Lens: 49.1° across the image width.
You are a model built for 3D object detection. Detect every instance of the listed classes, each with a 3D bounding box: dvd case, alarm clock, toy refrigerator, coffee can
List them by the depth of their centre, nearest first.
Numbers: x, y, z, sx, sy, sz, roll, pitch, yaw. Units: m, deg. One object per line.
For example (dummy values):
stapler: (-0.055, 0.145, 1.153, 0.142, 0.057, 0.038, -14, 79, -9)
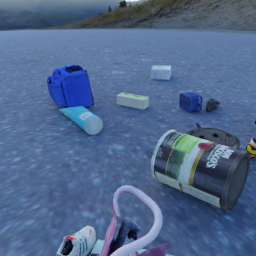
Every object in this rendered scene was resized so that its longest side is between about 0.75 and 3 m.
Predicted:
dvd case: (0.032, 2.508, 4.717, 1.606, 0.177, 1.172, 8, 26, 14)
coffee can: (1.697, 0.946, 6.658, 1.893, 1.386, 1.386, 18, 30, 35)
alarm clock: (2.512, 0.673, 8.045, 1.683, 0.831, 2.495, -7, 29, -15)
toy refrigerator: (0.212, -1.241, 12.521, 1.370, 0.479, 0.520, 13, 28, 28)

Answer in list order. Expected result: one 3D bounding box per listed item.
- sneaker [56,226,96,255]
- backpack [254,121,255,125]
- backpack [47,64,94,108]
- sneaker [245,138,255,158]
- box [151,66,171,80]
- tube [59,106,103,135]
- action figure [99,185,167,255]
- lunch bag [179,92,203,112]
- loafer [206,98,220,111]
sneaker: (-0.937, 2.117, 5.150, 0.389, 0.517, 1.106, 11, 27, 24)
backpack: (5.312, -0.399, 9.908, 1.269, 1.127, 0.955, -18, 32, -27)
backpack: (-2.685, -1.959, 12.580, 1.807, 1.750, 2.153, -12, 28, -19)
sneaker: (3.762, 0.647, 8.455, 0.451, 0.581, 1.291, 40, 16, 24)
box: (2.022, -3.361, 17.003, 1.128, 0.618, 1.279, 3, 24, 11)
tube: (-1.795, -0.465, 10.746, 1.021, 0.664, 2.636, -4, 19, -28)
action figure: (-0.426, 2.211, 3.385, 1.755, 1.951, 2.620, 26, 27, 37)
lunch bag: (2.744, -1.119, 11.977, 0.688, 0.707, 1.040, -10, 27, -21)
loafer: (3.648, -0.981, 12.048, 0.432, 0.435, 1.196, 18, 31, 24)
